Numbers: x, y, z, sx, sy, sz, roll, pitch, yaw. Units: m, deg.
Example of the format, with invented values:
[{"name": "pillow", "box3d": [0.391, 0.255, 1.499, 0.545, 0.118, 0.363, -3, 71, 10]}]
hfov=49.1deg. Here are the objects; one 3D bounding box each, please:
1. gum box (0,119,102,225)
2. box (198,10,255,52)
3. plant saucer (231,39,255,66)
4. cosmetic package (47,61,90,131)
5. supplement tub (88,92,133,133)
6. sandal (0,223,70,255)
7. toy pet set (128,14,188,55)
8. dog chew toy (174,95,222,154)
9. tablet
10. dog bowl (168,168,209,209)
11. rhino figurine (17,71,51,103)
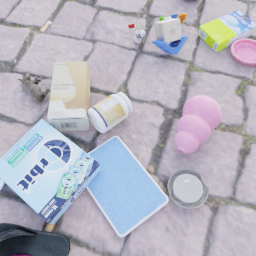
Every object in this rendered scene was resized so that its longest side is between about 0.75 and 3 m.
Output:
[{"name": "gum box", "box3d": [-2.677, 1.337, 9.244, 2.762, 0.615, 2.347, 33, 69, 21]}, {"name": "box", "box3d": [4.545, -4.484, 12.851, 2.285, 0.545, 1.394, -27, 63, -15]}, {"name": "plant saucer", "box3d": [5.220, -3.265, 12.233, 1.498, 0.380, 1.498, 0, 58, 0]}, {"name": "cosmetic package", "box3d": [-2.186, -1.247, 10.701, 1.407, 0.951, 2.675, -3, 59, -2]}, {"name": "supplement tub", "box3d": [-0.637, -0.589, 10.263, 1.442, 1.041, 1.041, -35, 65, -19]}, {"name": "sandal", "box3d": [-3.116, 3.311, 7.947, 2.884, 0.690, 1.084, 1, 79, 3]}, {"name": "toy pet set", "box3d": [1.666, -4.142, 12.544, 2.610, 1.386, 2.437, -19, 26, -14]}, {"name": "dog chew toy", "box3d": [2.358, -0.073, 9.849, 1.367, 1.367, 2.196, 28, 70, 15]}, {"name": "tablet", "box3d": [-0.310, 1.793, 9.272, 1.948, 0.204, 2.994, -34, 64, -14]}, {"name": "dog bowl", "box3d": [1.931, 1.994, 9.112, 1.334, 0.391, 1.334, 0, 59, 0]}, {"name": "rhino figurine", "box3d": [-3.827, -1.694, 11.182, 0.791, 0.541, 1.809, -46, 66, -1]}]
